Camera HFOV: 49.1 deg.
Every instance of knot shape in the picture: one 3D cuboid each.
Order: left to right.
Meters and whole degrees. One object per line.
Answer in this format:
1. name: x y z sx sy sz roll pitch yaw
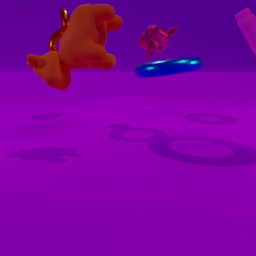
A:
1. knot shape: -1.558 -2.563 7.878 0.656 1.420 1.328 18 21 24

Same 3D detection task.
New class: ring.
1. ring: 0.856 -1.268 5.857 1.452 0.290 1.452 -8 12 2

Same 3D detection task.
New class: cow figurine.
1. cow figurine: -0.837 -1.235 4.260 1.326 1.348 0.740 10 -1 20

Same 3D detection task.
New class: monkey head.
1. monkey head: 0.648 -1.906 6.341 0.632 0.754 1.048 14 -39 -37

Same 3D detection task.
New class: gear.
1. gear: 3.455 -2.350 7.524 0.325 1.758 1.758 -29 0 24
